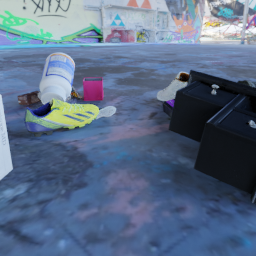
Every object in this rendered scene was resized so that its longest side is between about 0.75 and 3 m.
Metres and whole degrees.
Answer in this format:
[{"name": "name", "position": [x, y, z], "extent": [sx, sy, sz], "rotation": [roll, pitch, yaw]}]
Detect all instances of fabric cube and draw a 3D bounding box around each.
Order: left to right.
[{"name": "fabric cube", "position": [-1.472, -1.683, 11.987], "extent": [0.826, 0.840, 0.842], "rotation": [-2, 21, -4]}]

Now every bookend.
[{"name": "bookend", "position": [2.077, -0.110, 6.379], "extent": [2.916, 1.343, 2.897], "rotation": [24, 31, 28]}]

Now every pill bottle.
[{"name": "pill bottle", "position": [-2.765, -1.826, 10.916], "extent": [1.196, 1.196, 2.134], "rotation": [0, 53, -1]}]

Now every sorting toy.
[{"name": "sorting toy", "position": [-2.455, -1.633, 12.097], "extent": [0.163, 0.896, 0.829], "rotation": [-49, 39, -13]}]

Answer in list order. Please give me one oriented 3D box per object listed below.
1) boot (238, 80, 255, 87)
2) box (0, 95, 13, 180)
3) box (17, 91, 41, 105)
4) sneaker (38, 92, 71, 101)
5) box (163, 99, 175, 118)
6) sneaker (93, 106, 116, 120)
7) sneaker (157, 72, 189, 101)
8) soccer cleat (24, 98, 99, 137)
[{"name": "boot", "position": [6.165, -1.804, 12.709], "extent": [2.007, 0.728, 1.825], "rotation": [8, 23, 2]}, {"name": "box", "position": [-3.487, 0.320, 5.320], "extent": [1.789, 1.781, 1.533], "rotation": [4, 21, 9]}, {"name": "box", "position": [-3.891, -1.240, 11.399], "extent": [0.526, 0.394, 1.051], "rotation": [4, 22, 28]}, {"name": "sneaker", "position": [-3.083, -1.481, 11.651], "extent": [1.310, 0.479, 0.733], "rotation": [1, 46, -22]}, {"name": "box", "position": [2.549, -0.700, 9.130], "extent": [2.353, 0.425, 1.682], "rotation": [-18, 31, -11]}, {"name": "sneaker", "position": [-0.959, -0.597, 9.731], "extent": [1.070, 0.378, 0.531], "rotation": [-19, 33, -32]}, {"name": "sneaker", "position": [2.022, -1.651, 11.045], "extent": [0.919, 1.069, 2.524], "rotation": [-19, 11, -31]}, {"name": "soccer cleat", "position": [-1.907, -0.459, 8.436], "extent": [2.362, 0.988, 0.764], "rotation": [-17, 26, -31]}]
